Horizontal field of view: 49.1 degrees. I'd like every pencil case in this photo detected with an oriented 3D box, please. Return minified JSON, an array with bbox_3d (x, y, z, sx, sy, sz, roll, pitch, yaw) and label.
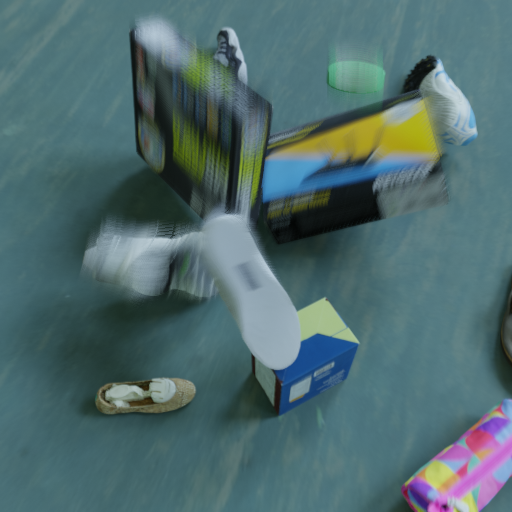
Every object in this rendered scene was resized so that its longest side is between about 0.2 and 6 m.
[{"bbox_3d":[3.103,2.989,7.891,2.240,0.990,0.990,-33,62,-21],"label":"pencil case"}]

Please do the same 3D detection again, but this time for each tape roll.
[{"bbox_3d":[1.708,-3.077,9.641,0.973,0.234,0.973,2,36,-2],"label":"tape roll"}]

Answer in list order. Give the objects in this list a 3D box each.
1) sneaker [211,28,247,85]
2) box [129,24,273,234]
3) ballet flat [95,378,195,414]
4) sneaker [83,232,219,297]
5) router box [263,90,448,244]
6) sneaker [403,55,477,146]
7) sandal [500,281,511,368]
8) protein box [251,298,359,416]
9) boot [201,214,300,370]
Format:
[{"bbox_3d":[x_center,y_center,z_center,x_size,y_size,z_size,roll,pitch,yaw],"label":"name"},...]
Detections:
[{"bbox_3d":[-0.914,-4.570,13.040,1.100,0.729,1.933,-11,59,-10],"label":"sneaker"},{"bbox_3d":[-1.084,-2.158,9.830,0.712,2.575,3.215,-26,55,-30],"label":"box"},{"bbox_3d":[-1.731,2.159,8.696,1.554,0.507,0.548,-9,57,-6],"label":"ballet flat"},{"bbox_3d":[-1.655,0.034,9.081,1.643,2.846,1.068,8,89,24],"label":"sneaker"},{"bbox_3d":[1.665,-1.610,10.191,3.071,0.784,2.291,-13,50,17],"label":"router box"},{"bbox_3d":[4.000,-3.387,12.257,1.028,1.020,2.837,29,38,-32],"label":"sneaker"},{"bbox_3d":[4.792,0.955,9.365,1.083,0.724,2.651,17,58,11],"label":"sandal"},{"bbox_3d":[0.704,1.570,8.583,1.329,1.339,0.903,-25,60,-16],"label":"protein box"},{"bbox_3d":[-0.109,0.464,7.919,0.831,1.079,2.258,-24,95,-9],"label":"boot"}]
